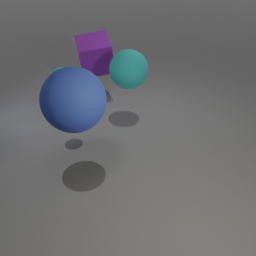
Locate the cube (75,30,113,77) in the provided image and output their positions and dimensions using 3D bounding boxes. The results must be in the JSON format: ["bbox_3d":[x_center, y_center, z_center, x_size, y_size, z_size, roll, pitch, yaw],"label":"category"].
[{"bbox_3d":[-1.447,-3.228,12.280,1.400,1.400,1.400,-13,49,-7],"label":"cube"}]

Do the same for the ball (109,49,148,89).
[{"bbox_3d":[0.025,-2.098,10.061,1.400,1.400,1.400,0,30,0],"label":"ball"}]

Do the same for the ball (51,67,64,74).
[{"bbox_3d":[-1.827,-1.342,7.822,0.700,0.700,0.700,0,30,0],"label":"ball"}]

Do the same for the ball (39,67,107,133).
[{"bbox_3d":[-1.155,-0.590,5.950,1.400,1.400,1.400,0,30,0],"label":"ball"}]
